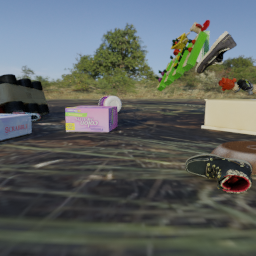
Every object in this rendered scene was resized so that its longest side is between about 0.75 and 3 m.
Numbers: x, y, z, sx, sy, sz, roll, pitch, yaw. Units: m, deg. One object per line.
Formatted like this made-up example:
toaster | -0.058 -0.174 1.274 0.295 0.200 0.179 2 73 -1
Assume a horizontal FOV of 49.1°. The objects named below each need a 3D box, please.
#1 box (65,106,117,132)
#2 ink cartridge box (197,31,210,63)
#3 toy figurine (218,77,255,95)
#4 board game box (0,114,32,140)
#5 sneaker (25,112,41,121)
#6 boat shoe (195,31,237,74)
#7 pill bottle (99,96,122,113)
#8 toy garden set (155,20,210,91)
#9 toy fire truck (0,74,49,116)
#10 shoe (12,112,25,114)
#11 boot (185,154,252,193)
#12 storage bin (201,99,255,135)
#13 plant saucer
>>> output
box | -0.976 -0.284 7.871 1.166 0.641 1.326 1 8 8
ink cartridge box | 3.097 -3.271 11.346 0.419 1.271 1.747 -2 16 4
toy figurine | 4.707 -1.312 12.207 1.177 1.692 1.666 14 3 -28
board game box | -3.832 0.010 6.012 2.443 0.504 2.449 2 8 15
sneaker | -3.632 -0.406 10.108 0.916 0.322 0.428 1 1 -16
boat shoe | 2.390 -1.926 7.717 0.582 0.503 1.603 -42 -8 -27
pill bottle | -0.955 -1.187 14.103 0.870 0.870 1.547 -3 8 -22
toy garden set | 1.874 -2.763 9.945 0.555 2.318 2.780 28 -15 -9
toy fire truck | -5.141 -1.090 11.289 2.939 1.891 2.587 -19 -4 15
shoe | -3.744 -0.307 8.988 0.901 0.410 0.322 -6 9 -39
boot | 0.994 0.499 3.153 0.769 0.278 0.581 2 10 20
storage bin | 3.387 -0.376 7.831 1.822 0.860 1.835 -5 8 -37
plant saucer | 1.891 0.393 4.108 1.398 0.256 1.398 0 8 0
